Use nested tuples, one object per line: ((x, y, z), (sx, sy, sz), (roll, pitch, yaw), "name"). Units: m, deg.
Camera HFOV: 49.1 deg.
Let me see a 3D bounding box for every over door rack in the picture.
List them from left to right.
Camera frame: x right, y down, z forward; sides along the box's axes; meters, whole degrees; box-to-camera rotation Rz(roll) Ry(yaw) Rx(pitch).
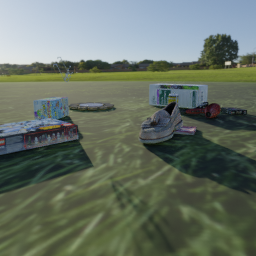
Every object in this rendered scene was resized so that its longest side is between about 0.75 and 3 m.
((-2.540, -2.349, 11.136), (0.292, 0.876, 0.647), (-19, 36, 22), "over door rack")

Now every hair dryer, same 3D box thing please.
((2.937, -0.617, 11.158), (1.479, 0.527, 1.941), (-19, 10, -8), "hair dryer")

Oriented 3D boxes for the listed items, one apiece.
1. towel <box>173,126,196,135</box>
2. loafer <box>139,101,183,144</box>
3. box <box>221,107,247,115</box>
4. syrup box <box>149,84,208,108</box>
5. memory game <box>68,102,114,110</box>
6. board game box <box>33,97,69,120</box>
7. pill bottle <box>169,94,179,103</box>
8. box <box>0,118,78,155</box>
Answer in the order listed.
((1.710, 0.054, 8.382), (0.613, 0.097, 0.851), (3, 12, 18), "towel")
((0.917, -0.211, 7.771), (0.900, 0.787, 2.502), (1, 12, 25), "loafer")
((4.500, -0.729, 11.927), (0.720, 0.196, 0.899), (-2, 12, -10), "box")
((2.478, -1.638, 14.090), (2.781, 1.095, 1.132), (8, 14, 36), "syrup box")
((-1.794, -1.083, 13.795), (2.284, 0.145, 2.284), (1, 11, 0), "memory game")
((-2.879, -0.750, 10.627), (0.741, 0.755, 1.439), (1, 11, 10), "board game box")
((2.009, -1.110, 12.379), (0.435, 0.762, 0.435), (1, 12, 0), "pill bottle")
((-2.534, 0.150, 7.067), (2.119, 0.423, 1.451), (-11, 16, -43), "box")
